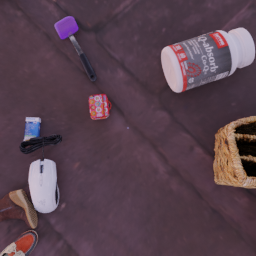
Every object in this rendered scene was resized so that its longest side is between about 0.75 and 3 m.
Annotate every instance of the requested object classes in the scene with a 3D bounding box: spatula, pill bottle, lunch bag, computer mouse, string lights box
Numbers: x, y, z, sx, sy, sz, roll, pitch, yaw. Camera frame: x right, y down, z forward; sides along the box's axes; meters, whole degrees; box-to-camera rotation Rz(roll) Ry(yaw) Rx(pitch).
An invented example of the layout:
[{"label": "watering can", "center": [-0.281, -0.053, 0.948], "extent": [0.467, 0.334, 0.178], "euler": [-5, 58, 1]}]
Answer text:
[{"label": "spatula", "center": [-1.585, -2.525, 8.917], "extent": [0.698, 0.254, 2.471], "euler": [-29, 81, 5]}, {"label": "pill bottle", "center": [2.311, -2.041, 8.253], "extent": [2.393, 1.387, 1.387], "euler": [-19, 79, -3]}, {"label": "lunch bag", "center": [-0.841, -0.648, 8.549], "extent": [0.663, 0.308, 0.752], "euler": [-7, 79, -6]}, {"label": "computer mouse", "center": [-2.394, 1.314, 7.943], "extent": [1.216, 0.486, 2.217], "euler": [-6, 85, -4]}, {"label": "string lights box", "center": [-2.875, 0.079, 8.426], "extent": [0.398, 0.228, 0.775], "euler": [2, 79, 0]}]

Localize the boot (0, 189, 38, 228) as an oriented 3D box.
[{"label": "boot", "center": [-3.202, 2.436, 7.944], "extent": [1.009, 0.439, 1.213], "euler": [-29, 81, 7]}]

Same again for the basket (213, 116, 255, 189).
[{"label": "basket", "center": [3.947, 0.630, 7.351], "extent": [2.870, 2.138, 2.049], "euler": [6, 79, 2]}]

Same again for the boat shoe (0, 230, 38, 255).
[{"label": "boat shoe", "center": [-3.163, 3.469, 7.623], "extent": [1.612, 0.504, 0.574], "euler": [-41, 80, -9]}]
